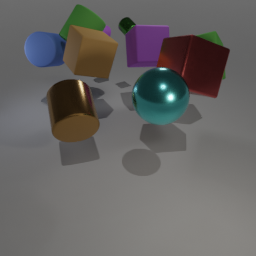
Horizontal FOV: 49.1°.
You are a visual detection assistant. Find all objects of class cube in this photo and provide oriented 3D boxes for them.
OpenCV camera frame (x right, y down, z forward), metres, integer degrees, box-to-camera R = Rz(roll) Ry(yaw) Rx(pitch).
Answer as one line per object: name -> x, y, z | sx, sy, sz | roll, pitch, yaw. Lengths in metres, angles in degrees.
cube -> 1.769, -1.744, 8.051 | 1.400, 1.400, 1.400 | 10, 8, -27
cube -> 2.720, -2.515, 10.331 | 1.400, 1.400, 1.400 | -5, -6, 28
cube -> 0.782, -3.277, 11.392 | 1.400, 1.400, 1.400 | -5, 5, -17
cube -> -1.420, -2.800, 10.355 | 1.400, 1.400, 1.400 | 0, 33, -33

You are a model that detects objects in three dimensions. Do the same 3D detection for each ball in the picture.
ball -> 0.788, -0.766, 6.822 | 1.400, 1.400, 1.400 | 0, 32, 0

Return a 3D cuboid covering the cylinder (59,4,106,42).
cylinder -> -1.836, -3.966, 11.336 | 1.400, 1.400, 1.400 | 32, 3, -2

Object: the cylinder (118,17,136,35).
cylinder -> 0.028, -4.546, 12.741 | 0.700, 0.700, 0.700 | -21, 60, -30

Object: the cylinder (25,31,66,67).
cylinder -> -3.389, -3.320, 11.895 | 1.400, 1.400, 1.400 | 7, 16, 12

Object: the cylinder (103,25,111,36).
cylinder -> -1.311, -4.739, 13.775 | 0.700, 0.700, 0.700 | 26, 19, 36

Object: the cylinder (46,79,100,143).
cylinder -> -1.679, -0.505, 8.484 | 1.400, 1.400, 1.400 | -9, 57, -15
